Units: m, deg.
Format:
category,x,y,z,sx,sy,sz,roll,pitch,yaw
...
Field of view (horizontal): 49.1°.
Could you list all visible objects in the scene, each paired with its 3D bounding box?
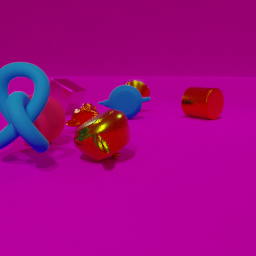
category,x,y,z,sx,sy,sz,roll,pitch,yaw
teapot,-0.430,0.181,5.357,1.102,0.868,1.773,-29,11,6
cylinder,2.653,-0.900,9.976,1.094,1.094,1.094,-9,15,-39
ball,-2.019,-0.210,6.432,1.148,1.148,1.148,0,11,0
cube,-2.466,-1.241,10.978,1.043,1.043,1.043,31,20,13
monkey head,-1.126,-0.212,7.928,0.923,0.773,1.283,45,19,17
cone,0.250,-1.102,11.409,1.165,1.165,1.170,3,49,14
teapot,-0.147,-0.929,9.905,1.912,1.189,0.936,-5,11,2
knot shape,-1.904,-0.375,4.956,0.776,1.572,1.680,1,1,-39
